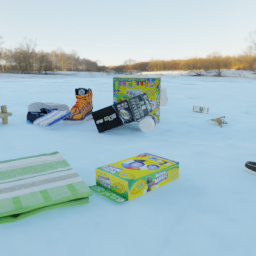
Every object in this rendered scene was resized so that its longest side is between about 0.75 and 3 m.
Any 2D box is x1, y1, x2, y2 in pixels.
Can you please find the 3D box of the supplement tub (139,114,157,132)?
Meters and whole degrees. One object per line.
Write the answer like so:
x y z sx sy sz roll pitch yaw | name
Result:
0.786 -0.190 10.971 0.593 0.593 0.845 4 14 15 | supplement tub

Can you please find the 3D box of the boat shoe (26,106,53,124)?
-3.759 -0.627 12.746 0.773 0.631 1.838 6 15 26 | boat shoe

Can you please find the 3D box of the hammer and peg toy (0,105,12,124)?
-6.433 -0.547 11.891 2.438 0.860 1.794 5 14 20 | hammer and peg toy

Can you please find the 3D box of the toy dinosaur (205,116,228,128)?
3.868 -0.333 12.096 0.645 0.371 1.275 -4 14 -11 | toy dinosaur

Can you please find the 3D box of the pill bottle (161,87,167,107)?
0.901 -1.810 16.003 2.621 1.460 1.460 3 13 8 | pill bottle

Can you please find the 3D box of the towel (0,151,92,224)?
-2.022 1.164 5.913 1.873 0.385 2.511 -9 18 -26 | towel

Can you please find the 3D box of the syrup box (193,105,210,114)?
3.926 -1.013 15.002 0.369 0.357 0.907 -10 17 -36 | syrup box

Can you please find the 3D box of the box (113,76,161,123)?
0.435 -1.310 12.659 2.069 1.993 1.262 2 13 7 | box

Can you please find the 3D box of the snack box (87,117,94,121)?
-1.594 -0.432 13.034 0.321 0.109 0.893 -1 12 17 | snack box

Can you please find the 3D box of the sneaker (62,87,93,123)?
-2.293 -1.088 12.798 1.019 1.471 2.626 4 15 8 | sneaker

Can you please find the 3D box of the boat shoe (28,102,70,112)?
-4.020 -0.987 14.176 2.028 0.730 0.666 -5 8 -23 | boat shoe

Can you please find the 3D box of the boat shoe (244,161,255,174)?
3.431 0.934 6.487 0.531 0.433 1.436 -12 17 -41 | boat shoe

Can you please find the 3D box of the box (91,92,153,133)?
-0.175 -0.628 10.990 1.655 0.870 2.021 -18 6 26 | box

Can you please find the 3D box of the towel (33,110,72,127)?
-3.187 -0.424 11.750 1.207 0.196 1.644 -33 23 -31 | towel

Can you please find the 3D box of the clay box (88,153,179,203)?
0.137 1.020 6.096 1.850 0.440 1.063 -11 16 -42 | clay box
